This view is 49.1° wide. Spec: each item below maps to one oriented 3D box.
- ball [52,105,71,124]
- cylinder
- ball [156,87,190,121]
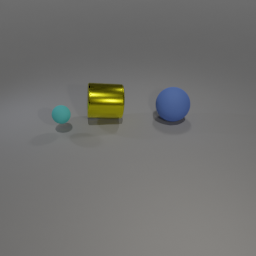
[{"bbox_3d":[-2.509,-0.507,10.523,0.700,0.700,0.700,0,31,0],"label":"ball"},{"bbox_3d":[-0.926,-1.094,11.297,1.400,1.400,1.400,1,30,-10],"label":"cylinder"},{"bbox_3d":[1.826,-0.967,11.417,1.400,1.400,1.400,0,31,0],"label":"ball"}]
